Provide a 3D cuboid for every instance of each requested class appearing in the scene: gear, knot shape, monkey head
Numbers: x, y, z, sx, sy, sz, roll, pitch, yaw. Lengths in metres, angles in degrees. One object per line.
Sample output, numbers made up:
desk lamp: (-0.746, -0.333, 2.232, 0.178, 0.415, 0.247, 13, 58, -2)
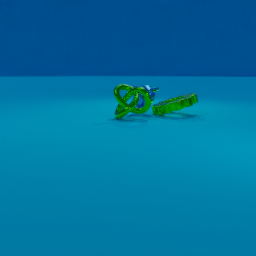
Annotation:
gear: (1.906, -0.992, 11.459, 1.872, 0.346, 1.872, -17, 10, 3)
knot shape: (0.023, -1.101, 10.529, 1.546, 1.446, 0.714, -27, -31, 6)
monkey head: (0.587, -1.321, 11.512, 1.023, 1.422, 0.857, 19, 29, -48)
